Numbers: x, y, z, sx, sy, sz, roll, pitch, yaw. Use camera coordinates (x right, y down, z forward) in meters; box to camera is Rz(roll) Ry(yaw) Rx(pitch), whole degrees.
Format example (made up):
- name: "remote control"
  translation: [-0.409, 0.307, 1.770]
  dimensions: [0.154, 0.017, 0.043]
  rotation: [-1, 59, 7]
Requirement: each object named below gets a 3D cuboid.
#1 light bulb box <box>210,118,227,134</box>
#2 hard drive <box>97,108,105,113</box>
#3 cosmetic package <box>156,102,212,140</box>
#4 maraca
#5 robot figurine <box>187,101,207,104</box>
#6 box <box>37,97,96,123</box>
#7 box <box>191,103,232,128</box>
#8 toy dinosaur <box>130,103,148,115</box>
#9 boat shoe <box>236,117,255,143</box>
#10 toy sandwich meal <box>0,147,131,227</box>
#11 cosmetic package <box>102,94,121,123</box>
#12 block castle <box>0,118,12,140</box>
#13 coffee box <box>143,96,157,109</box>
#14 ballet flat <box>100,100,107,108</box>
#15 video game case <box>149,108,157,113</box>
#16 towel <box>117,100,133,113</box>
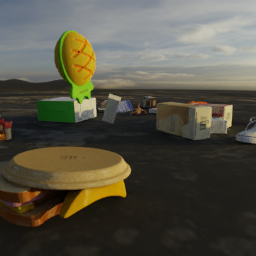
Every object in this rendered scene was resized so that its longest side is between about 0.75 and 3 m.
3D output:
- name: "light bulb box"
  translation: [3.120, -0.092, 10.252]
  dimensions: [0.772, 0.482, 0.766]
  rotation: [0, 10, -1]
- name: "hard drive"
  translation: [-1.179, -1.074, 16.551]
  dimensions: [1.234, 0.203, 0.861]
  rotation: [-2, 10, -12]
- name: "cosmetic package"
  translation: [1.884, -0.301, 9.790]
  dimensions: [0.735, 1.088, 2.068]
  rotation: [-6, 10, -30]
- name: "maraca"
  translation: [-1.769, -2.107, 9.752]
  dimensions: [1.327, 2.481, 1.701]
  rotation: [1, 22, 28]
- name: "robot figurine"
  translation: [3.160, -0.765, 12.863]
  dimensions: [1.544, 0.901, 1.111]
  rotation: [-7, 10, -33]
- name: "box"
  translation: [-2.850, -0.879, 13.249]
  dimensions: [2.098, 1.014, 1.851]
  rotation: [4, 13, 24]
- name: "box"
  translation: [3.269, -0.514, 11.420]
  dimensions: [1.640, 0.893, 1.048]
  rotation: [7, 12, 35]
- name: "toy dinosaur"
  translation: [0.579, -0.880, 15.023]
  dimensions: [1.026, 0.440, 0.696]
  rotation: [-26, 57, -34]
- name: "boat shoe"
  translation: [4.245, -0.027, 8.767]
  dimensions: [2.045, 0.872, 0.756]
  rotation: [-4, 11, -22]
- name: "toy sandwich meal"
  translation: [-1.009, 0.849, 4.509]
  dimensions: [2.215, 0.758, 2.215]
  rotation: [3, 7, 0]
- name: "cosmetic package"
  translation: [-0.613, -0.705, 10.456]
  dimensions: [0.460, 1.114, 0.282]
  rotation: [19, 39, -2]
- name: "block castle"
  translation: [-4.670, -0.002, 8.838]
  dimensions: [1.716, 0.805, 1.146]
  rotation: [-9, 13, -40]
- name: "coffee box"
  translation: [1.446, -1.693, 18.578]
  dimensions: [0.503, 0.721, 1.261]
  rotation: [-2, 11, -14]
- name: "ballet flat"
  translation: [-0.998, -1.536, 18.293]
  dimensions: [1.630, 0.555, 0.548]
  rotation: [-9, 22, -34]
- name: "video game case"
  translation: [2.868, -1.073, 16.400]
  dimensions: [2.091, 0.255, 2.925]
  rotation: [7, 12, 36]
- name: "towel"
  translation: [-0.218, -0.852, 11.014]
  dimensions: [0.761, 0.091, 0.551]
  rotation: [-12, 56, -20]
